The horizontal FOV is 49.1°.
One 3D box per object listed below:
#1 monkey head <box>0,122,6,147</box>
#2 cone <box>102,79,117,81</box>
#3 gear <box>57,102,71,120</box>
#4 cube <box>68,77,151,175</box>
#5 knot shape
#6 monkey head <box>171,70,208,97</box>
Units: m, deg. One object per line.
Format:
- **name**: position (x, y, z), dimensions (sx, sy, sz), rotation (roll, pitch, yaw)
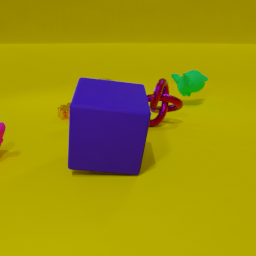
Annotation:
- **monkey head**: position (-2.890, 0.212, 5.566), dimensions (0.741, 0.884, 1.229), rotation (22, 21, -24)
- **cone**: position (-0.544, -0.160, 7.054), dimensions (1.546, 1.546, 1.552), rotation (-2, 45, -7)
- **gear**: position (-1.480, -0.549, 8.961), dimensions (1.473, 0.272, 1.473), rotation (0, 19, 0)
- **cube**: position (-0.370, -0.063, 5.257), dimensions (1.302, 1.302, 1.302), rotation (6, 29, -6)
- **knot shape**: position (0.790, -0.612, 7.757), dimensions (1.280, 1.367, 0.632), rotation (-39, 47, 4)
- **monkey head**: position (2.186, -1.767, 10.145), dimensions (1.625, 0.979, 1.169), rotation (-8, 58, -49)
